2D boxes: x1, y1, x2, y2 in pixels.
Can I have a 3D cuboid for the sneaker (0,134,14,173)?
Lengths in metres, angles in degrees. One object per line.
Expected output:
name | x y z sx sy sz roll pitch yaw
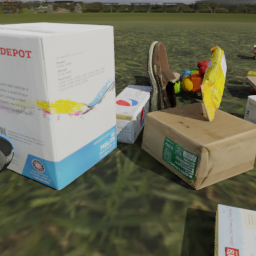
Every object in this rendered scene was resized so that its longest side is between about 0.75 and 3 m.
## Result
sneaker | -3.118 0.874 4.105 2.892 1.025 1.199 -19 35 -24

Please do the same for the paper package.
paper package | 1.378 0.231 5.515 1.641 0.891 1.722 -13 28 -28

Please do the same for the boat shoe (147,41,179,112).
boat shoe | 1.005 -1.253 7.320 0.740 2.001 0.739 3 14 37

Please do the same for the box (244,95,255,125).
box | 3.625 -0.166 6.325 1.383 0.904 1.376 -7 25 -14

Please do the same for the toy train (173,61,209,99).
toy train | 1.992 -1.368 8.978 1.422 1.040 2.458 -5 23 14

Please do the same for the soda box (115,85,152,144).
soda box | 0.073 -0.445 7.158 0.776 0.726 2.279 7 26 14

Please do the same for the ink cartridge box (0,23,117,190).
ink cartridge box | -1.467 -0.591 5.292 1.856 2.530 1.847 14 28 28

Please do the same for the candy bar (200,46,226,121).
candy bar | 1.933 -1.149 6.221 0.332 0.748 2.999 -10 25 26

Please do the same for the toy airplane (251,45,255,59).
toy airplane | 7.364 -4.155 15.038 1.277 0.901 1.272 7 25 14

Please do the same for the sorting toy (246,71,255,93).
sorting toy | 4.797 -1.341 9.397 1.376 0.483 2.855 3 25 6

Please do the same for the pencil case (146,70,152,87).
pencil case | 1.098 -1.979 10.583 0.696 0.666 1.608 -1 25 -2

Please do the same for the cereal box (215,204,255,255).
cereal box | 1.872 1.524 3.347 1.605 0.317 1.155 7 26 16
